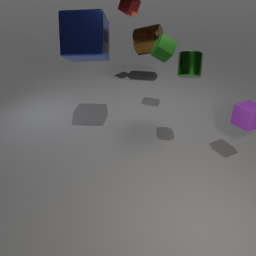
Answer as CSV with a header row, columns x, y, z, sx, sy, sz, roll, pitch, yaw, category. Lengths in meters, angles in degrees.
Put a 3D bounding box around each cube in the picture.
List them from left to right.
x,y,z,sx,sy,sz,roll,pitch,yaw,category
-1.408,-3.019,9.338,1.400,1.400,1.400,0,6,5,cube
0.065,-5.841,13.319,0.700,0.700,0.700,41,39,23,cube
1.432,-3.186,11.230,0.700,0.700,0.700,26,68,-15,cube
3.816,-0.398,8.892,0.700,0.700,0.700,-14,32,-26,cube

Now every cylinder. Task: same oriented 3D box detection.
x,y,z,sx,sy,sz,roll,pitch,yaw,category
1.125,-4.702,14.957,1.400,1.400,1.400,-4,28,22,cylinder
1.841,-1.874,8.319,0.700,0.700,0.700,4,2,0,cylinder
